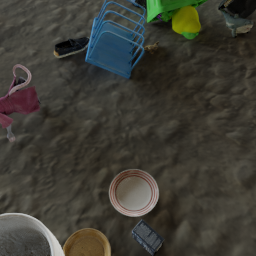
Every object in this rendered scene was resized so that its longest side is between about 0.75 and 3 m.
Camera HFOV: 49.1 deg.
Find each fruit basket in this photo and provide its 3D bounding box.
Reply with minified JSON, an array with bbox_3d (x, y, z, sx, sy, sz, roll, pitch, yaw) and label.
[{"bbox_3d":[2.579,-5.732,14.035,3.030,2.185,3.030,-2,96,-17],"label":"fruit basket"}]

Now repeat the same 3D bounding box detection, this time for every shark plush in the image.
[{"bbox_3d":[5.498,-5.511,14.183,0.966,0.886,2.127,-13,56,-9],"label":"shark plush"}]

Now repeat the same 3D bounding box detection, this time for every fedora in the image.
[{"bbox_3d":[6.101,-6.491,14.341,2.842,2.842,1.298,-32,90,-20],"label":"fedora"}]

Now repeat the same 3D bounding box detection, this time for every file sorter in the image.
[{"bbox_3d":[-0.414,-4.088,12.210,2.039,1.802,2.938,18,53,-19],"label":"file sorter"}]

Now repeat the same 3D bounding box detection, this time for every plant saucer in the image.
[{"bbox_3d":[-1.190,3.647,8.091,1.403,0.248,1.403,0,55,0],"label":"plant saucer"}]

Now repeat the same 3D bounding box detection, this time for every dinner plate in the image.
[{"bbox_3d":[0.193,2.123,9.209,1.624,0.197,1.624,0,54,0],"label":"dinner plate"}]

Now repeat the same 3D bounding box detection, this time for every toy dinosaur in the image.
[{"bbox_3d":[1.000,-3.807,13.382,1.319,0.384,0.667,-19,41,-19],"label":"toy dinosaur"}]

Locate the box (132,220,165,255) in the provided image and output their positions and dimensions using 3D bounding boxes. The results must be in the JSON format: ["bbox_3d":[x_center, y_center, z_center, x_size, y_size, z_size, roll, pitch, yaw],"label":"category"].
[{"bbox_3d":[0.571,3.203,8.166,0.858,0.637,0.459,37,62,24],"label":"box"}]

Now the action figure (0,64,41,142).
[{"bbox_3d":[-4.457,-0.806,10.347,1.746,1.941,2.607,35,48,15],"label":"action figure"}]

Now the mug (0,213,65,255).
[{"bbox_3d":[-2.212,3.616,6.681,2.938,2.576,2.169,15,56,10],"label":"mug"}]

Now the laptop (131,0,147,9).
[{"bbox_3d":[0.748,-7.405,15.608,1.475,0.762,1.307,16,57,11],"label":"laptop"}]

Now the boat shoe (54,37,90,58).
[{"bbox_3d":[-2.635,-3.937,13.262,1.899,0.591,0.708,-27,57,-20],"label":"boat shoe"}]
